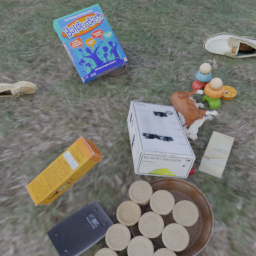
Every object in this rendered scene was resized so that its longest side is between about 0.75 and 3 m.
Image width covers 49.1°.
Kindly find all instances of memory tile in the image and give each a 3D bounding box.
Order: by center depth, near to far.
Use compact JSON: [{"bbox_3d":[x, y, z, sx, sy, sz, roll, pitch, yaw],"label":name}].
[{"bbox_3d":[0.471,2.816,7.215,2.062,0.226,2.690,20,64,21],"label":"memory tile"}]

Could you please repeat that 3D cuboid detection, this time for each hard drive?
[{"bbox_3d":[-1.263,2.823,7.651,1.601,0.339,1.080,-29,52,-25],"label":"hard drive"}]

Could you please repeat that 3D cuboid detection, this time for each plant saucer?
[{"bbox_3d":[1.173,2.487,7.731,2.261,0.414,2.261,-4,55,6],"label":"plant saucer"},{"bbox_3d":[-0.674,-2.913,13.195,1.241,0.199,1.241,-1,58,1],"label":"plant saucer"}]

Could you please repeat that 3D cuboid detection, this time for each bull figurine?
[{"bbox_3d":[2.458,-0.606,10.690,1.475,0.791,2.430,-7,47,-9],"label":"bull figurine"}]

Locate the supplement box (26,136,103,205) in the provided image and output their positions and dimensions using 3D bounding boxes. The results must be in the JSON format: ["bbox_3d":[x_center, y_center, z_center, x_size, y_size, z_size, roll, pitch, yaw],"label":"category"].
[{"bbox_3d":[-1.714,1.186,7.576,2.084,0.693,0.717,-43,69,3],"label":"supplement box"}]

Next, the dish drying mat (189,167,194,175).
[{"bbox_3d":[1.890,1.159,9.451,0.395,0.094,1.028,-7,47,-6],"label":"dish drying mat"}]

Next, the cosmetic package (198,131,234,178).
[{"bbox_3d":[2.986,0.867,9.420,0.769,0.543,1.486,19,48,18],"label":"cosmetic package"}]

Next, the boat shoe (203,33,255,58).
[{"bbox_3d":[5.193,-4.045,13.853,2.765,1.033,0.945,-1,40,-2],"label":"boat shoe"}]

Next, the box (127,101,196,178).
[{"bbox_3d":[0.916,0.276,9.005,1.653,0.852,2.834,6,33,-11],"label":"box"}]

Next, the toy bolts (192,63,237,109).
[{"bbox_3d":[3.628,-1.925,11.649,1.689,1.226,1.768,-20,49,-18],"label":"toy bolts"}]

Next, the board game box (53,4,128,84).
[{"bbox_3d":[-1.654,-3.768,12.516,2.225,0.658,2.925,-29,90,-16],"label":"board game box"}]

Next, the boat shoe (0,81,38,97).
[{"bbox_3d":[-4.676,-1.555,11.760,1.741,0.628,0.565,-1,54,2],"label":"boat shoe"}]
